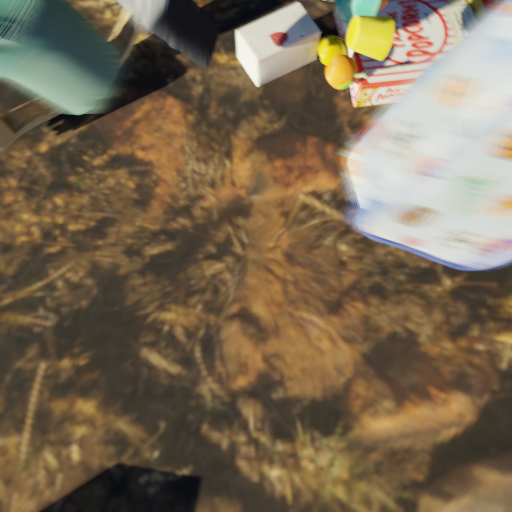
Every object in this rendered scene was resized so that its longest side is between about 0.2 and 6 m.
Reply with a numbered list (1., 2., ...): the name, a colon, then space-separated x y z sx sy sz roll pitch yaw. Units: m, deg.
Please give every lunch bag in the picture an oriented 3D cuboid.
1. lunch bag: 2.668 -1.032 5.540 2.518 3.142 1.187 19 54 -29

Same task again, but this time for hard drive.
1. hard drive: -1.496 -3.030 5.690 2.483 1.675 0.526 44 104 9

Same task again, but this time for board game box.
1. board game box: 2.740 -3.553 9.240 2.584 0.598 1.957 -8 71 -3

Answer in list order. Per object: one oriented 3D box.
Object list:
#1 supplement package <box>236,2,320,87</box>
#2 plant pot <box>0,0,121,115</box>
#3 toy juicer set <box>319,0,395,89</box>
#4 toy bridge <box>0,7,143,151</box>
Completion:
1. supplement package: 0.353 -3.444 9.159 1.166 0.699 0.707 -29 74 -9
2. plant pot: -2.377 -2.393 6.520 1.307 1.281 1.307 -22 53 32
3. toy juicer set: 1.556 -3.844 8.726 0.751 1.756 2.761 5 68 -12
4. toy bridge: -2.637 -3.201 8.669 0.551 1.361 4.048 43 88 14
